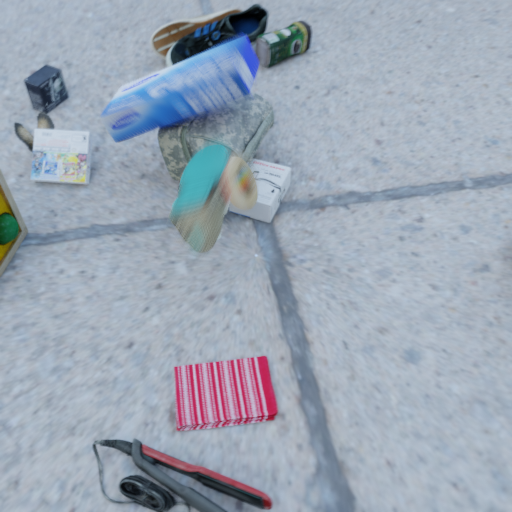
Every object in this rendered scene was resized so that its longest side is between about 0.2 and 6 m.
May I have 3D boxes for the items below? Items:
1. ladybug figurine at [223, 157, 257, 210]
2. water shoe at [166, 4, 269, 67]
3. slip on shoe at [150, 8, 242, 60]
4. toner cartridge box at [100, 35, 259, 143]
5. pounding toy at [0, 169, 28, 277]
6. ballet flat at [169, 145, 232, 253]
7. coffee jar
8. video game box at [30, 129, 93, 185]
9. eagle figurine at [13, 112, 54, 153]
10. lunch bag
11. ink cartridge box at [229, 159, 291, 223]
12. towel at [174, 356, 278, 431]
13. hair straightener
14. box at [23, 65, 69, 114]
[{"bbox_3d":[-0.239,-0.960,7.505,0.519,0.275,0.765,5,68,-45],"label":"ladybug figurine"},{"bbox_3d":[-0.980,-5.412,13.797,2.818,1.112,1.008,-33,90,-15],"label":"water shoe"},{"bbox_3d":[-1.508,-5.773,14.656,2.675,1.017,0.810,-27,20,-14],"label":"slip on shoe"},{"bbox_3d":[-1.389,-3.017,10.205,2.777,0.600,1.319,-14,36,21],"label":"toner cartridge box"},{"bbox_3d":[-5.005,-0.283,8.745,1.310,2.515,2.862,8,50,7],"label":"pounding toy"},{"bbox_3d":[-0.800,-0.870,8.995,0.917,1.018,2.703,-12,29,10],"label":"ballet flat"},{"bbox_3d":[0.733,-5.456,14.371,1.513,0.789,0.645,-29,60,-24],"label":"coffee jar"},{"bbox_3d":[-3.940,-2.007,11.373,1.154,0.270,1.051,4,86,3],"label":"video game box"},{"bbox_3d":[-4.523,-2.406,11.639,0.701,0.929,0.705,3,43,10],"label":"eagle figurine"},{"bbox_3d":[-0.721,-2.402,11.166,1.750,1.454,2.086,8,47,24],"label":"lunch bag"},{"bbox_3d":[0.086,-1.300,10.970,0.868,0.501,1.189,16,51,13],"label":"ink cartridge box"},{"bbox_3d":[-0.471,2.016,8.334,1.480,0.166,1.070,-6,49,-5],"label":"towel"},{"bbox_3d":[-1.120,3.056,7.193,2.543,0.520,0.978,19,52,16],"label":"hair straightener"},{"bbox_3d":[-4.869,-3.871,13.009,0.488,0.774,0.787,22,54,18],"label":"box"}]
